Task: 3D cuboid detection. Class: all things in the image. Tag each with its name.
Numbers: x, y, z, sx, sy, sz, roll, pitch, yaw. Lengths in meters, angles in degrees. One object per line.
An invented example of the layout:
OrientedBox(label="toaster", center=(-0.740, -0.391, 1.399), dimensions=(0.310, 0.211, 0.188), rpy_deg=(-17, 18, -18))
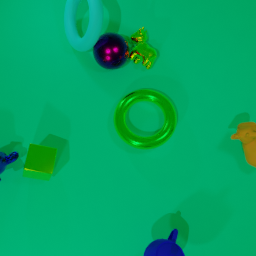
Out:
OrientedBox(label="ball", center=(-0.497, -2.266, 8.277), dimensions=(1.080, 1.080, 1.080), rpy_deg=(0, 81, 0))
OrientedBox(label="monkey head", center=(-3.682, 1.134, 7.717), dimensions=(1.368, 0.824, 0.984), rpy_deg=(-31, 75, -2))
OrientedBox(label="cube", center=(-2.444, 0.962, 7.768), dimensions=(0.751, 0.751, 0.751), rpy_deg=(13, 61, -17))
OrientedBox(label="teapot", center=(0.927, 3.294, 6.843), dimensions=(1.093, 0.860, 1.757), rpy_deg=(27, 51, 0))
OrientedBox(label="ring", center=(-1.307, -3.162, 8.051), dimensions=(0.373, 1.867, 1.867), rpy_deg=(-8, 79, -38))
OrientedBox(label="ring", center=(0.500, -0.279, 8.215), dimensions=(1.866, 0.373, 1.866), rpy_deg=(0, 72, 1))
OrientedBox(label="cow figurine", center=(3.340, 0.468, 7.562), dimensions=(0.707, 1.268, 1.289), rpy_deg=(-9, 90, 41))
OrientedBox(label="cow figurine", center=(0.488, -2.444, 8.490), dimensions=(1.110, 0.609, 1.092), rpy_deg=(32, 94, 28))
